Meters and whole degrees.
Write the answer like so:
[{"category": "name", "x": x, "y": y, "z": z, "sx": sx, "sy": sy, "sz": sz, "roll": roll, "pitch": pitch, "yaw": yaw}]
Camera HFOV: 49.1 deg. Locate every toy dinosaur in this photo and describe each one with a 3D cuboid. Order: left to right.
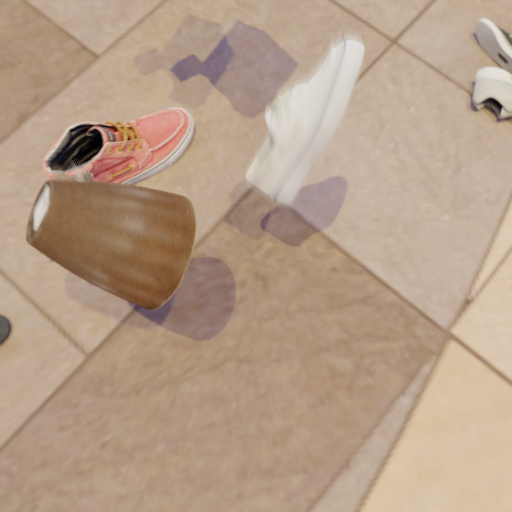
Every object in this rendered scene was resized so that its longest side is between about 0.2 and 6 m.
[{"category": "toy dinosaur", "x": -2.991, "y": -0.648, "z": 8.348, "sx": 0.593, "sy": 0.788, "sz": 1.542, "roll": 26, "pitch": 93, "yaw": -13}]

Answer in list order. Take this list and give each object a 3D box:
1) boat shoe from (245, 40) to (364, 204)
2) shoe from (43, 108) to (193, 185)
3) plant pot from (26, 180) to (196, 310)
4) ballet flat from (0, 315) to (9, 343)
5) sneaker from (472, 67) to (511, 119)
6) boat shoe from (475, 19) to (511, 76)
[{"category": "boat shoe", "x": 0.536, "y": -1.754, "z": 7.534, "sx": 0.860, "sy": 2.575, "sz": 0.947, "roll": 21, "pitch": 41, "yaw": -7}, {"category": "shoe", "x": -2.425, "y": -2.008, "z": 10.208, "sx": 2.920, "sy": 1.328, "sz": 1.043, "roll": -36, "pitch": 75, "yaw": -11}, {"category": "plant pot", "x": -1.843, "y": -0.286, "z": 6.851, "sx": 1.658, "sy": 1.550, "sz": 1.550, "roll": 20, "pitch": 68, "yaw": -33}, {"category": "ballet flat", "x": -5.449, "y": 1.362, "z": 9.352, "sx": 2.404, "sy": 0.878, "sz": 0.878, "roll": -8, "pitch": 72, "yaw": -3}, {"category": "sneaker", "x": 5.150, "y": -3.005, "z": 10.959, "sx": 1.886, "sy": 0.714, "sz": 0.867, "roll": 17, "pitch": 80, "yaw": 13}, {"category": "boat shoe", "x": 5.095, "y": -4.249, "z": 11.418, "sx": 0.485, "sy": 0.538, "sz": 1.523, "roll": -34, "pitch": 82, "yaw": -10}]
